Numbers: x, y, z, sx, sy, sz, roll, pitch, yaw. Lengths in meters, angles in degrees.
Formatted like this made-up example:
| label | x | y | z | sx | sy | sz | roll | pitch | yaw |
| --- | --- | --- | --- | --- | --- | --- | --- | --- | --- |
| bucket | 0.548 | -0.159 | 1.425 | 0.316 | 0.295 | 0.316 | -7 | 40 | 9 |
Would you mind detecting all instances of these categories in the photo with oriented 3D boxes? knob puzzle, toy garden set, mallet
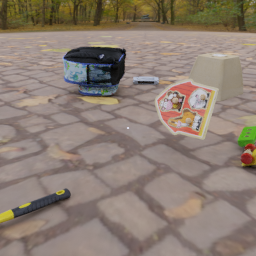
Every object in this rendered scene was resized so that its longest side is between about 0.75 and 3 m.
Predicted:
| label | x | y | z | sx | sy | sz | roll | pitch | yaw |
| --- | --- | --- | --- | --- | --- | --- | --- | --- | --- |
| knob puzzle | 1.276 | -0.501 | 6.594 | 1.534 | 1.534 | 0.213 | 9 | 0 | 19 |
| toy garden set | 3.931 | 0.411 | 6.829 | 2.333 | 0.466 | 1.945 | -6 | 17 | 34 |
| mallet | -2.057 | 1.592 | 4.836 | 2.440 | 0.502 | 0.804 | -11 | 25 | -33 |

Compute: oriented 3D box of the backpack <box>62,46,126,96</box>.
| label | x | y | z | sx | sy | sz | roll | pitch | yaw |
| --- | --- | --- | --- | --- | --- | --- | --- | --- | --- |
| backpack | -1.507 | -2.500 | 12.318 | 2.557 | 1.879 | 2.340 | 7 | 29 | 5 |

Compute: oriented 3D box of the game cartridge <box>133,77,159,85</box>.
| label | x | y | z | sx | sy | sz | roll | pitch | yaw |
| --- | --- | --- | --- | --- | --- | --- | --- | --- | --- |
| game cartridge | 0.913 | -2.419 | 14.283 | 1.293 | 0.269 | 0.861 | 1 | 19 | 3 |

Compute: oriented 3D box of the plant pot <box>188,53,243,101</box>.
| label | x | y | z | sx | sy | sz | roll | pitch | yaw |
| --- | --- | --- | --- | --- | --- | --- | --- | --- | --- |
| plant pot | 3.859 | -2.352 | 12.312 | 1.898 | 1.681 | 1.896 | -18 | 30 | -35 |
